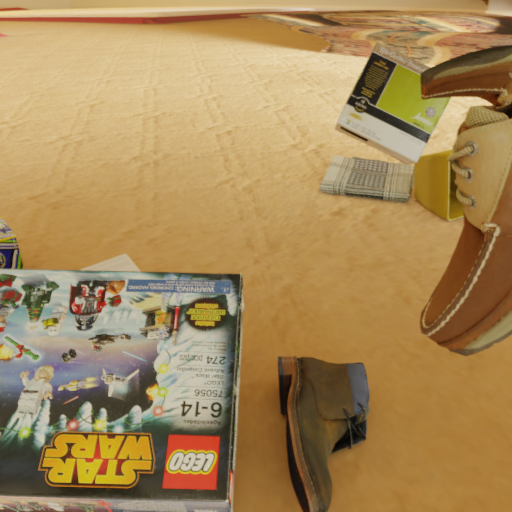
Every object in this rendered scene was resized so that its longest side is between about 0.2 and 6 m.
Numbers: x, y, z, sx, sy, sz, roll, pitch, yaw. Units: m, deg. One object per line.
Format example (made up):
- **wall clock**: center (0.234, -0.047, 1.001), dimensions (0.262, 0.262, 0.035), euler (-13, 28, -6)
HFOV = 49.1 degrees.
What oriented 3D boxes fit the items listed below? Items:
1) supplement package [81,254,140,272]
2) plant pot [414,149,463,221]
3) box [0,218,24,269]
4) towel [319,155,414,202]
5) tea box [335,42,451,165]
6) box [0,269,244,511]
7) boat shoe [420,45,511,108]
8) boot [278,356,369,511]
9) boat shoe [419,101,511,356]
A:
- **supplement package**: center (-1.741, 0.676, 7.239), dimensions (0.775, 0.784, 1.294), euler (-22, 35, -24)
- **plant pot**: center (3.732, -1.486, 10.789), dimensions (1.245, 1.245, 1.098), euler (-16, 22, -26)
- **box**: center (-4.742, 0.216, 8.105), dimensions (2.431, 0.782, 0.852), euler (-20, 35, -30)
- **towel**: center (2.430, -1.718, 11.957), dimensions (1.865, 0.334, 1.937), euler (9, 30, 16)
- **tea box**: center (2.031, -2.218, 8.314), dimensions (1.311, 1.289, 0.876), euler (28, 9, 2)
- **box**: center (-1.905, 1.253, 5.578), dimensions (3.487, 0.695, 2.387), euler (1, 52, 1)
- **boat shoe**: center (2.850, -1.816, 5.842), dimensions (2.154, 0.796, 0.815), euler (-7, 20, 12)
- **boot**: center (0.773, 1.659, 5.593), dimensions (0.998, 0.769, 2.058), euler (-4, 28, -2)
- **boat shoe**: center (1.967, -0.714, 4.054), dimensions (1.120, 3.033, 1.147), euler (27, 21, 2)
